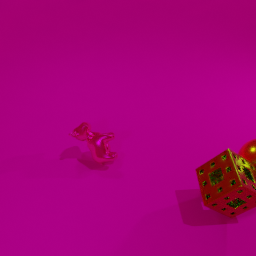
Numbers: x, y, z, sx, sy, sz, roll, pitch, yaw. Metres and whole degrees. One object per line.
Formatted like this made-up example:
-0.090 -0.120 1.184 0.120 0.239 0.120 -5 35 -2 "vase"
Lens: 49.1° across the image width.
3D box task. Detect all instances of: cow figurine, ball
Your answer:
-0.916 0.402 7.349 1.164 1.183 0.649 -9 1 8 "cow figurine"
3.251 0.802 6.812 1.125 1.125 1.125 0 39 0 "ball"

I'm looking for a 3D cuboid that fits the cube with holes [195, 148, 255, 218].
2.179 1.197 5.983 0.924 0.924 0.924 29 38 -27 "cube with holes"
